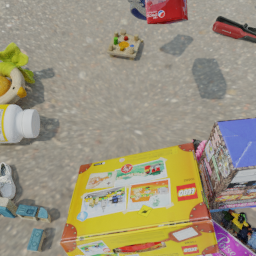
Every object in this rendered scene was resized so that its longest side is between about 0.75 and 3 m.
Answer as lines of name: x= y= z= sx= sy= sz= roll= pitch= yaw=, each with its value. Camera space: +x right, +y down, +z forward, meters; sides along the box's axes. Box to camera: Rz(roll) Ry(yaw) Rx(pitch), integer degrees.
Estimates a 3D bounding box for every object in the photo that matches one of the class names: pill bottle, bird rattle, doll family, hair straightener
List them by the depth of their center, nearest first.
doll family: x=2.839 y=2.443 z=6.873 sx=1.176 sy=0.462 sz=0.680 roll=43 pitch=64 yaw=4
pill bottle: x=-3.774 y=-0.119 z=8.319 sx=2.081 sy=1.158 sz=1.158 roll=0 pitch=54 yaw=-1
bird rattle: x=-4.434 y=-1.528 z=9.166 sx=2.709 sy=1.526 sz=2.209 roll=-22 pitch=61 yaw=-13
hair straightener: x=4.937 y=-4.076 z=11.528 sx=2.747 sy=0.562 sz=1.057 roll=20 pitch=57 yaw=14

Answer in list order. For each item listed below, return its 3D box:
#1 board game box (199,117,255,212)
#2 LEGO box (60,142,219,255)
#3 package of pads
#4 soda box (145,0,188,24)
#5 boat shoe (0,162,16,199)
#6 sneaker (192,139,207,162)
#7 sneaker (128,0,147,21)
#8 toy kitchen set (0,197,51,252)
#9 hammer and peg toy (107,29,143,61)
board game box: x=2.907 y=0.944 z=6.713 sx=1.984 sy=2.488 sz=1.205 roll=-5 pitch=54 yaw=-4
LEGO box: x=0.257 y=1.665 z=6.193 sx=2.918 sy=1.126 sz=2.173 roll=-13 pitch=35 yaw=13
package of pads: x=1.758 y=2.922 z=6.228 sx=2.544 sy=0.962 sz=1.533 roll=37 pitch=65 yaw=24
soda box: x=0.978 y=-2.928 z=6.647 sx=0.770 sy=0.850 sz=2.429 roll=-2 pitch=19 yaw=16
boat shoe: x=-3.371 y=1.436 z=7.666 sx=0.389 sy=0.381 sz=1.098 roll=-20 pitch=57 yaw=-14
sneaker: x=1.808 y=0.769 z=8.167 sx=0.603 sy=0.499 sz=1.264 roll=23 pitch=53 yaw=36
sneaker: x=0.461 y=-4.275 z=8.407 sx=0.910 sy=2.252 sz=1.301 roll=24 pitch=88 yaw=26
toy kitchen set: x=-2.641 y=2.357 z=6.777 sx=1.268 sy=0.747 sz=1.016 roll=6 pitch=55 yaw=5
hammer and peg toy: x=-0.068 y=-3.399 z=11.035 sx=1.192 sy=0.571 sz=1.621 roll=11 pitch=55 yaw=8
